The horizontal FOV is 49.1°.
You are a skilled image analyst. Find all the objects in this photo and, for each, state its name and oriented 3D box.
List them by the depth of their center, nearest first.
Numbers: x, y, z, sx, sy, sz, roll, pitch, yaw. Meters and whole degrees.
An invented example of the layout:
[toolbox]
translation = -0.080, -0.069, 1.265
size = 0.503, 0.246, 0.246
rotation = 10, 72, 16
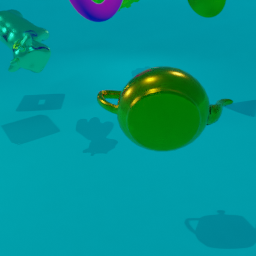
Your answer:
[teapot]
translation = 0.428, -0.249, 3.089
size = 1.571, 0.977, 0.769
rotation = 5, 35, 1
[ring]
translation = -0.626, -3.020, 5.513
size = 0.351, 1.755, 1.755
rotation = 13, 34, 33
[cow figurine]
translation = -2.191, -1.766, 5.603
size = 1.544, 0.847, 1.519
rotation = 36, 22, -3
[cone]
translation = 2.074, -3.284, 6.457
size = 1.048, 1.048, 1.052
rotation = 30, 60, 37
[gear]
translation = -0.345, -4.321, 9.114
size = 1.710, 0.316, 1.710
rotation = -16, -1, 0
